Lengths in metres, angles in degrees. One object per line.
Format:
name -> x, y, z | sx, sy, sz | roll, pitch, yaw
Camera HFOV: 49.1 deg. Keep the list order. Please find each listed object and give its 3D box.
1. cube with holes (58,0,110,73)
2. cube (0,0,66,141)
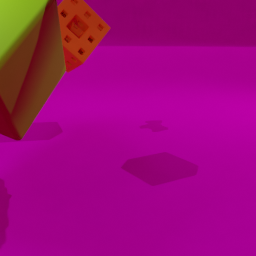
cube with holes -> -1.377, -2.220, 6.665 | 1.150, 1.150, 1.150 | -57, 24, -17
cube -> -1.526, -0.793, 3.067 | 1.196, 1.196, 1.196 | 21, 62, 5
